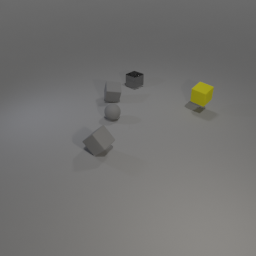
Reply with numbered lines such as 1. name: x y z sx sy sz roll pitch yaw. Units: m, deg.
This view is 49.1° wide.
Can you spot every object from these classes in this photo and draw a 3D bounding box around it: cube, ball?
1. cube: -0.741 -1.740 13.385 0.700 0.700 0.700 3 53 -13
2. cube: -1.037 0.454 9.979 0.700 0.700 0.700 -32 9 43
3. cube: 3.255 -1.492 12.335 0.700 0.700 0.700 30 52 31
4. ball: -0.663 -0.698 12.001 0.700 0.700 0.700 0 32 0
5. cube: 0.355 -2.567 15.000 0.700 0.700 0.700 27 41 35
